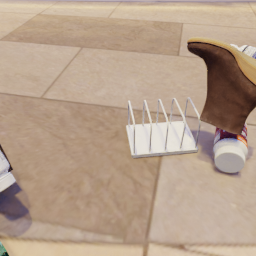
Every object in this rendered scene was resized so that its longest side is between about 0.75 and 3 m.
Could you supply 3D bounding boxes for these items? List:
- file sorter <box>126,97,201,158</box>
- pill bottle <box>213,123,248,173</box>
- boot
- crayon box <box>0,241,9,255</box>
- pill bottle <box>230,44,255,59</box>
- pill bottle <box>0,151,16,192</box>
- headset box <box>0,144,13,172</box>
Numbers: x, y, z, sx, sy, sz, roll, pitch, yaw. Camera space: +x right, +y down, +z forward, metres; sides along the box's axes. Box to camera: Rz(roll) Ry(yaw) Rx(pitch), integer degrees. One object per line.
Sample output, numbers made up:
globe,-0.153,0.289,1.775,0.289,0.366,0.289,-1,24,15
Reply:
file sorter,0.928,-0.082,7.634,1.820,1.133,1.263,-4,40,-6
pill bottle,2.656,0.404,7.265,0.829,0.829,1.452,11,40,13
boot,2.069,-0.996,6.569,2.141,1.781,0.775,27,9,8
crayon box,-3.586,2.429,4.604,2.672,0.778,1.587,-32,62,-32
pill bottle,4.558,-2.343,10.315,2.066,1.195,1.195,30,48,32
pill bottle,-2.672,0.643,5.211,0.685,1.209,0.685,-30,6,3
headset box,-4.171,0.958,6.045,2.573,0.994,1.915,-34,29,-33
